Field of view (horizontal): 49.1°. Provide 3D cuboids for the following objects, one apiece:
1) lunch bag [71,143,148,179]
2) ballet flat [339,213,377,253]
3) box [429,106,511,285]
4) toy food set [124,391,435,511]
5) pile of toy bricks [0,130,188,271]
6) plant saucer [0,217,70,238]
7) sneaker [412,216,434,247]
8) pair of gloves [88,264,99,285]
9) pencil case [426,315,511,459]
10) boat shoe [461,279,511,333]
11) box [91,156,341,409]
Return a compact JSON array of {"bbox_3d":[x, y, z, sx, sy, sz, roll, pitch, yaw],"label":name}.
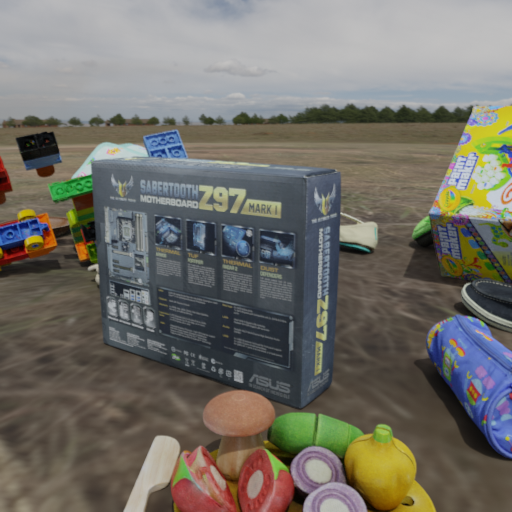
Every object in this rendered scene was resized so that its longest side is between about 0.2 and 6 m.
[{"bbox_3d":[-2.688,-1.643,13.131,2.278,1.631,2.674,19,19,13],"label":"lunch bag"},{"bbox_3d":[1.414,-0.537,11.127,2.121,0.737,0.737,10,18,29],"label":"ballet flat"},{"bbox_3d":[4.313,-0.930,8.599,2.457,1.556,2.551,11,56,33],"label":"box"},{"bbox_3d":[0.125,1.382,3.757,2.137,0.698,1.257,3,15,11],"label":"toy food set"},{"bbox_3d":[-3.042,-0.796,10.400,4.353,2.415,2.149,-16,-20,-18],"label":"pile of toy bricks"},{"bbox_3d":[-4.802,-0.592,12.246,1.577,0.288,1.577,-1,14,0],"label":"plant saucer"},{"bbox_3d":[4.481,-0.563,10.482,3.121,1.308,1.198,-12,7,27],"label":"sneaker"},{"bbox_3d":[-1.424,0.241,8.887,1.801,0.371,2.118,8,14,40],"label":"pair of gloves"},{"bbox_3d":[2.057,1.059,4.973,0.657,0.731,1.683,-5,14,1],"label":"pencil case"},{"bbox_3d":[3.627,0.595,6.648,0.961,0.802,2.576,-11,16,-30],"label":"boat shoe"},{"bbox_3d":[-0.509,0.118,5.766,2.729,2.152,0.696,9,17,33],"label":"box"}]
